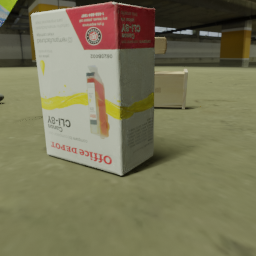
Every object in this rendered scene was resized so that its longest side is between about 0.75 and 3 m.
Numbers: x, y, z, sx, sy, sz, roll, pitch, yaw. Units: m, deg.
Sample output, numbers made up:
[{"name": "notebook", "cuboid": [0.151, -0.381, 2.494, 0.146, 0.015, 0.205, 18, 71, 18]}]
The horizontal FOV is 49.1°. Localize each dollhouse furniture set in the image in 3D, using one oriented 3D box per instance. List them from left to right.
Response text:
[{"name": "dollhouse furniture set", "cuboid": [1.156, -2.337, 10.666, 1.944, 2.813, 2.979, 2, 26, 5]}]

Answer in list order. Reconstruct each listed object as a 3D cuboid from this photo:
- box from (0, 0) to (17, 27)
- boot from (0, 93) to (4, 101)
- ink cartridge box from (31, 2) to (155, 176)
[{"name": "box", "cuboid": [-3.361, -3.119, 7.196, 0.247, 1.037, 0.633, -12, -36, 45]}, {"name": "boot", "cuboid": [-5.113, -0.994, 10.249, 1.429, 0.570, 1.572, 7, 9, 17]}, {"name": "ink cartridge box", "cuboid": [-0.564, -0.672, 4.865, 1.857, 2.559, 1.067, 10, 20, 34]}]
